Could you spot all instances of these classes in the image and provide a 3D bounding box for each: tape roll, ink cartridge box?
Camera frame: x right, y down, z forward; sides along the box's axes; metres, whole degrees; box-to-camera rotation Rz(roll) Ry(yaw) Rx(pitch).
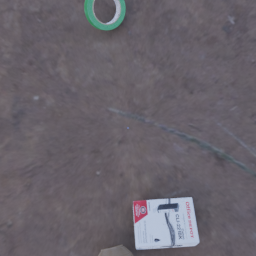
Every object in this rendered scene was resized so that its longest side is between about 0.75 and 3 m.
[{"bbox_3d":[-0.666,-3.498,8.197,1.204,0.289,1.204,-10,114,-24],"label":"tape roll"},{"bbox_3d":[0.963,2.510,7.380,1.603,0.671,1.156,-3,62,-1],"label":"ink cartridge box"}]

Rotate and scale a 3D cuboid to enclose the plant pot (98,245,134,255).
[{"bbox_3d":[-0.361,3.336,7.194,1.161,1.161,0.536,-13,71,-2],"label":"plant pot"}]
